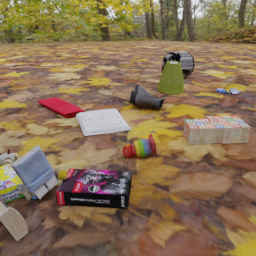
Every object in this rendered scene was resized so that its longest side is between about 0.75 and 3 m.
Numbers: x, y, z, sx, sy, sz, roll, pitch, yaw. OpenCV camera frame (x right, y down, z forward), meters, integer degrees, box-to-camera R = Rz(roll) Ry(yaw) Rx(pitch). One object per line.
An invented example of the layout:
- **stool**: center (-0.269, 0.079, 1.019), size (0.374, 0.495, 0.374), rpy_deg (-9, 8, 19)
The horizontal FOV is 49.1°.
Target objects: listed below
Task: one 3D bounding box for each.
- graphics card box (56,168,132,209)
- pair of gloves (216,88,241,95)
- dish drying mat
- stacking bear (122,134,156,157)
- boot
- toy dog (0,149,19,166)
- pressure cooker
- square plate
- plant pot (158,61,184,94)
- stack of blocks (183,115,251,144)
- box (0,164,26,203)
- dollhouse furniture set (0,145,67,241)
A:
- **graphics card box**: center (-0.798, 1.494, 7.056), size (1.741, 0.443, 1.092), rpy_deg (3, 22, 5)
- **pair of gloves**: center (5.910, -2.179, 16.478), size (1.486, 0.169, 1.195), rpy_deg (4, 23, 12)
- **dish drying mat**: center (-3.234, -1.012, 13.495), size (1.118, 0.265, 2.912), rpy_deg (-17, 27, -37)
- **stacking bear**: center (0.333, 0.650, 8.978), size (1.059, 0.602, 0.643), rpy_deg (-12, 27, -3)
- **boot**: center (1.034, -1.483, 14.147), size (1.658, 0.879, 2.519), rpy_deg (14, 22, 5)
- **toy dog**: center (-3.901, 0.876, 8.416), size (1.153, 0.555, 0.761), rpy_deg (-8, 23, -19)
- **pressure cooker**: center (3.385, -4.442, 19.839), size (2.090, 1.838, 1.866), rpy_deg (-9, 20, -28)
- **square plate**: center (-1.054, -0.325, 11.500), size (1.876, 0.269, 1.894), rpy_deg (-7, 30, -18)
- **plant pot**: center (2.578, -3.014, 16.372), size (1.569, 1.677, 1.569), rpy_deg (2, 25, -1)
- **stack of blocks**: center (3.182, 0.046, 10.358), size (2.134, 0.625, 1.229), rpy_deg (-2, 22, -3)
- **box**: center (-3.153, 1.423, 7.194), size (2.027, 0.490, 1.189), rpy_deg (-12, 26, -34)
- **dollhouse furniture set**: center (-2.189, 1.113, 6.101), size (1.173, 1.697, 1.797), rpy_deg (21, 49, 41)
